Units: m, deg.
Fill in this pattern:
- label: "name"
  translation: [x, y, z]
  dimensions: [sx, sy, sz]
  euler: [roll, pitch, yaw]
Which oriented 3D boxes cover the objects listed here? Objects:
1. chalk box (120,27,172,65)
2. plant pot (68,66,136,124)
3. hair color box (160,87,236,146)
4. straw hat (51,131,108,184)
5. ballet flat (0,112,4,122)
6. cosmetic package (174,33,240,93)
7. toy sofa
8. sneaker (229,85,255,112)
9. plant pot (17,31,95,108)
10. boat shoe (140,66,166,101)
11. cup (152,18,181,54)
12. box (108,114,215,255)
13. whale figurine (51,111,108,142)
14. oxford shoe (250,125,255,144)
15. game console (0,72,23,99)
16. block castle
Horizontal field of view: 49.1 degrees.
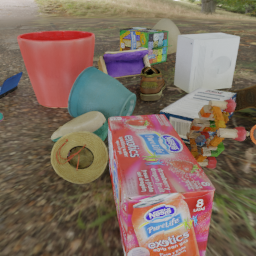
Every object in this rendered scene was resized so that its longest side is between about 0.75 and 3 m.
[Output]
- label: "chalk box"
  translation: [1.124, -4.677, 16.080]
  dimensions: [1.825, 1.813, 2.925]
  euler: [-21, 34, -39]
- label: "plant pot"
  translation: [-0.676, -0.785, 8.479]
  dimensions: [1.577, 1.679, 1.679]
  euler: [25, 32, 14]
- label: "hair color box"
  translation: [2.183, -0.449, 8.488]
  dimensions: [1.328, 0.804, 2.656]
  euler: [16, 31, 33]
- label: "straw hat"
  translation: [-1.077, 0.690, 6.433]
  dimensions: [1.265, 1.265, 0.535]
  euler: [-1, -16, -2]
- label: "ballet flat"
  translation: [-4.535, -0.360, 8.503]
  dimensions: [1.384, 0.478, 0.493]
  euler: [7, -22, -44]
- label: "cosmetic package"
  translation: [3.201, -2.749, 11.684]
  dimensions: [2.147, 2.140, 1.320]
  euler: [-10, 28, -20]
- label: "toy sofa"
  translation: [-0.122, -2.831, 12.559]
  dimensions: [2.288, 0.947, 1.116]
  euler: [-11, -6, -22]
- label: "sneaker"
  translation: [4.421, -0.938, 8.651]
  dimensions: [1.336, 0.998, 2.975]
  euler: [-9, 7, -21]
- label: "plant pot"
  translation: [-2.446, -2.168, 10.217]
  dimensions: [2.710, 2.398, 2.710]
  euler: [-1, 26, 0]
- label: "boat shoe"
  translation: [1.019, -2.025, 11.435]
  dimensions: [1.074, 1.015, 2.985]
  euler: [-3, 23, 4]
- label: "cup"
  translation: [2.110, -5.580, 17.881]
  dimensions: [1.613, 2.255, 2.255]
  euler: [-34, 36, -13]
- label: "box"
  translation: [0.389, 0.883, 5.143]
  dimensions: [1.301, 1.358, 2.724]
  euler: [-4, 26, -8]
- label: "whale figurine"
  translation: [-1.266, 0.153, 7.540]
  dimensions: [1.620, 0.841, 1.289]
  euler: [-15, 23, 27]
- label: "oxford shoe"
  translation: [4.483, 0.107, 7.613]
  dimensions: [2.598, 0.926, 0.947]
  euler: [-4, -1, -4]
- label: "game console"
  translation: [-5.007, -1.755, 11.206]
  dimensions: [1.160, 0.804, 1.359]
  euler: [5, 26, 9]
- label: "block castle"
  translation: [1.885, 0.147, 6.024]
  dimensions: [0.693, 1.477, 0.987]
  euler: [3, 55, -12]
